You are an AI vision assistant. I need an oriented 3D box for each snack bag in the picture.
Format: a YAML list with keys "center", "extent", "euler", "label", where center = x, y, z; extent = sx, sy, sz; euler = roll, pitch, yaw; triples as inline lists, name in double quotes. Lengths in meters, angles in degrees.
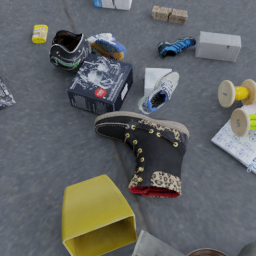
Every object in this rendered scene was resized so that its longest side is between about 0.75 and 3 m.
- center: [4.406, 0.432, 8.905]
  extent: [2.486, 0.282, 2.636]
  euler: [-40, 67, -22]
  label: "snack bag"

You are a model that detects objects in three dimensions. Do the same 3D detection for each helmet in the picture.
- center: [-2.043, -2.746, 10.127]
  extent: [1.388, 1.456, 1.456]
  euler: [12, 59, -9]
  label: "helmet"

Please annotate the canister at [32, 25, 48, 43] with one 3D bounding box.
- center: [-3.594, -3.829, 11.445]
  extent: [0.560, 0.326, 0.754]
  euler: [-2, 60, -1]
  label: "canister"

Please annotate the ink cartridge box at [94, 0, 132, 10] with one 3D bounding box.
- center: [-0.625, -5.972, 12.508]
  extent: [1.632, 0.687, 1.180]
  euler: [8, 59, 5]
  label: "ink cartridge box"

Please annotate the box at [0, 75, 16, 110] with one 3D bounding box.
- center: [-5.103, -1.338, 9.839]
  extent: [1.563, 0.493, 1.982]
  euler: [-30, 64, -17]
  label: "box"

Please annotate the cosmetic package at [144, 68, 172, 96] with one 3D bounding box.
- center: [1.058, -1.585, 9.946]
  extent: [0.942, 0.581, 0.945]
  euler: [2, 60, 2]
  label: "cosmetic package"

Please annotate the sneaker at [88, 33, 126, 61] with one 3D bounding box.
- center: [-0.747, -3.134, 10.332]
  extent: [1.009, 0.862, 2.290]
  euler: [-41, 43, -22]
  label: "sneaker"

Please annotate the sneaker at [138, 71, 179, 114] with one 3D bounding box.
- center: [0.890, -0.876, 7.002]
  extent: [0.543, 0.601, 1.410]
  euler: [44, 77, -19]
  label: "sneaker"

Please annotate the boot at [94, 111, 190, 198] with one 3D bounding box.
- center: [0.312, 0.760, 8.281]
  extent: [2.981, 1.091, 2.244]
  euler: [10, 59, -1]
  label: "boot"

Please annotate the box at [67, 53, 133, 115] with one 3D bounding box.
- center: [-0.901, -1.454, 9.640]
  extent: [1.668, 0.954, 1.832]
  euler: [17, 60, 11]
  label: "box"

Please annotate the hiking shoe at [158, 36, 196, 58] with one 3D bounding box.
- center: [1.935, -3.079, 10.923]
  extent: [1.512, 0.562, 0.656]
  euler: [-12, 67, 4]
  label: "hiking shoe"

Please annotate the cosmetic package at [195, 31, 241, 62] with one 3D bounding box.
- center: [3.419, -3.112, 10.726]
  extent: [1.539, 0.822, 0.694]
  euler: [5, 59, 5]
  label: "cosmetic package"

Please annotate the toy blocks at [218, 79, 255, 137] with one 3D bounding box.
- center: [4.427, -0.701, 9.051]
  extent: [2.468, 0.896, 2.057]
  euler: [-4, 58, -13]
  label: "toy blocks"

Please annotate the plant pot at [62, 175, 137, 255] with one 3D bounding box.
- center: [-0.821, 2.202, 7.151]
  extent: [1.661, 1.661, 1.465]
  euler: [-18, 50, -10]
  label: "plant pot"

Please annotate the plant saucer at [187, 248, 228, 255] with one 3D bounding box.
- center: [2.003, 3.902, 6.826]
  extent: [1.772, 0.284, 1.772]
  euler: [0, 59, -1]
  label: "plant saucer"

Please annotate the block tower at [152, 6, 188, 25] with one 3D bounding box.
- center: [1.801, -4.840, 11.998]
  extent: [1.502, 0.406, 0.434]
  euler: [14, 61, 8]
  label: "block tower"

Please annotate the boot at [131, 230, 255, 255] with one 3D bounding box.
- center: [1.530, 3.249, 6.624]
  extent: [2.853, 1.035, 2.594]
  euler: [24, 61, 21]
  label: "boot"
